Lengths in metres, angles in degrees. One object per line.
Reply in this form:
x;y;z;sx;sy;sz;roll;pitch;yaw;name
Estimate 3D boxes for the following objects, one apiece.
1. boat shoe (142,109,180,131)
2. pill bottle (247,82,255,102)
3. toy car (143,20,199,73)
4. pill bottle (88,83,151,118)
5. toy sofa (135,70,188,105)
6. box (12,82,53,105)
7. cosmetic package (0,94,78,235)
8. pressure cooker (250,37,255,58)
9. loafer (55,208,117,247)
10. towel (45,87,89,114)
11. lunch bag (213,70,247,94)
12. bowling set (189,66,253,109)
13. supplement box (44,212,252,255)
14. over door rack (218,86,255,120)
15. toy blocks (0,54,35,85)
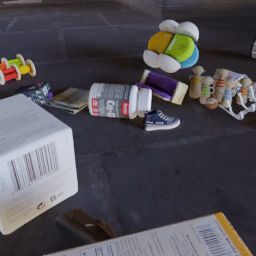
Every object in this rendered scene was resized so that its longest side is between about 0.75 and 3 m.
1.239;-0.347;10.305;1.461;0.678;0.546;-10;34;-14;boat shoe
5.696;-1.472;11.914;1.503;0.855;0.855;16;36;24;pill bottle
2.526;-4.142;15.067;2.249;2.625;3.000;30;2;-41;toy car
-0.278;-1.032;10.813;2.249;1.281;1.281;5;33;9;pill bottle
1.378;-1.816;12.016;1.049;0.890;2.149;11;15;-45;toy sofa
-3.940;-1.371;11.667;1.329;0.705;0.812;-8;31;11;box
-2.946;0.742;7.225;2.130;2.132;2.584;-26;41;-36;cosmetic package
8.245;-4.704;16.447;1.655;1.455;1.478;28;27;35;pressure cooker
-0.587;2.309;5.990;2.254;0.823;0.800;23;40;31;loafer
-2.391;-1.275;12.103;1.746;0.313;1.814;18;38;26;towel
4.787;-2.198;13.120;1.277;0.812;1.083;-33;43;-26;lunch bag
3.684;-1.600;11.278;2.593;1.392;1.805;9;23;14;bowling set
0.301;2.654;4.471;2.998;1.889;1.102;-9;35;-13;supplement box
4.319;-1.263;11.532;1.521;0.686;2.058;-28;41;-22;over door rack
-6.254;-2.911;14.143;2.426;0.881;2.022;-27;42;-35;toy blocks
